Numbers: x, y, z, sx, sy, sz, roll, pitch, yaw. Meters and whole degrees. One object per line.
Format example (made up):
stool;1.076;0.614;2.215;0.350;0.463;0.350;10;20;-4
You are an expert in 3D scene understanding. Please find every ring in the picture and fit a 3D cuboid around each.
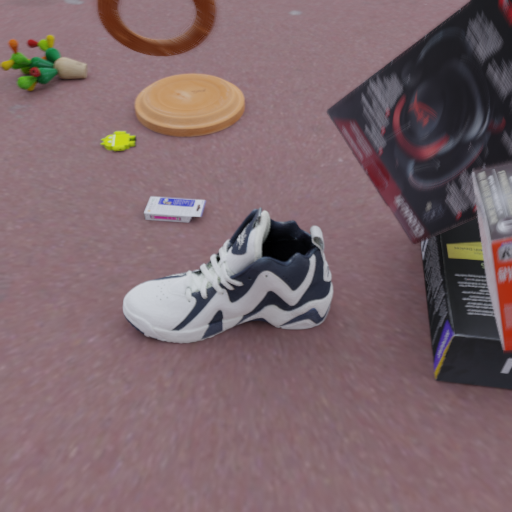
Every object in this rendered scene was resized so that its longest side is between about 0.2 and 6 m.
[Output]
ring;-1.657;-4.054;9.401;1.980;1.980;0.190;-4;67;-4

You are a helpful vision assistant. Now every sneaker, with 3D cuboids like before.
sneaker;-0.415;0.159;7.948;3.105;2.020;1.239;1;43;1

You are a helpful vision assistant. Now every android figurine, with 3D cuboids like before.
android figurine;-2.955;-2.453;12.018;0.736;0.151;0.670;-2;44;-5

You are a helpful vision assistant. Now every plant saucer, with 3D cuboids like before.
plant saucer;-1.544;-3.612;13.038;2.548;0.411;2.548;1;44;-1

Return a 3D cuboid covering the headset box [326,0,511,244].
headset box;2.459;-1.628;6.888;1.100;2.932;2.179;-39;96;-43

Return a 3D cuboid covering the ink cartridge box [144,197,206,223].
ink cartridge box;-1.486;-0.852;10.322;1.068;0.198;0.506;3;43;6

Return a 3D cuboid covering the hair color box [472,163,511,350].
hair color box;2.382;0.045;5.130;0.519;1.623;0.900;-12;46;20

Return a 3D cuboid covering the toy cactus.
toy cactus;-5.208;-4.861;14.007;1.867;1.157;2.262;5;35;-8

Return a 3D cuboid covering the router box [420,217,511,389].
router box;4.721;0.439;8.309;4.191;1.095;3.295;6;44;6
